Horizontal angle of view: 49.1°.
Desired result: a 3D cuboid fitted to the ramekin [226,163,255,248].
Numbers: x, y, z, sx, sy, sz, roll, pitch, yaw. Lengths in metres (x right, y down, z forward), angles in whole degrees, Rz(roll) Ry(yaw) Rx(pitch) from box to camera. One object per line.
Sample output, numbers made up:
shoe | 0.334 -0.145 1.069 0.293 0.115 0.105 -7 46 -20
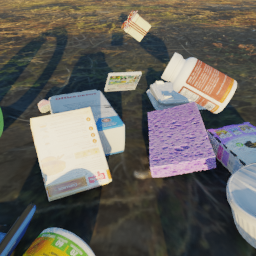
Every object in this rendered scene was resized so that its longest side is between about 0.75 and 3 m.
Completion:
ramekin | 2.988 1.567 5.398 2.072 0.965 2.072 -8 24 3

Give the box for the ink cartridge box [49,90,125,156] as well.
ink cartridge box | -1.292 -0.145 8.380 1.720 1.008 2.348 -12 34 -18

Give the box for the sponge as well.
sponge | 1.402 0.210 8.039 1.617 0.432 2.899 -11 31 9

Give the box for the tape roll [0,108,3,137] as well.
tape roll | -4.600 -0.404 7.184 2.702 2.702 0.649 7 32 11

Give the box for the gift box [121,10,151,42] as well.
gift box | 0.337 -4.092 11.137 0.909 0.899 0.974 32 17 -19

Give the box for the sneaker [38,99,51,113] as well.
sneaker | -2.813 -0.903 10.220 0.975 0.367 0.509 -22 43 -25

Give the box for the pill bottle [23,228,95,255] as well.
pill bottle | -1.366 2.544 3.942 1.117 1.117 2.012 12 34 19

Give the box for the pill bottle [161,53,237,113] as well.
pill bottle | 1.861 -1.244 7.508 1.812 1.016 1.016 30 36 1

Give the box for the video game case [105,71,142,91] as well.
video game case | -0.139 -1.176 7.114 0.830 0.757 0.091 -6 68 -16

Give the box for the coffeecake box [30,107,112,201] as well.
coffeecake box | -1.352 0.586 6.543 1.418 0.675 1.848 -13 76 -21

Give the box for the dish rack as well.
dish rack | 2.054 -1.350 10.835 2.411 0.525 2.069 -4 31 -8

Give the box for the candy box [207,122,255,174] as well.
candy box | 3.173 0.593 7.570 1.447 0.617 1.725 -10 32 -15

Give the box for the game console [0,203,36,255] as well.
game console | -2.632 2.128 4.711 1.112 1.603 1.879 29 34 -4
